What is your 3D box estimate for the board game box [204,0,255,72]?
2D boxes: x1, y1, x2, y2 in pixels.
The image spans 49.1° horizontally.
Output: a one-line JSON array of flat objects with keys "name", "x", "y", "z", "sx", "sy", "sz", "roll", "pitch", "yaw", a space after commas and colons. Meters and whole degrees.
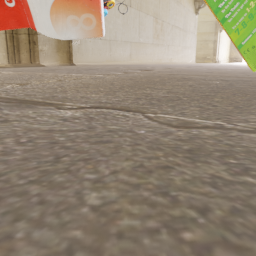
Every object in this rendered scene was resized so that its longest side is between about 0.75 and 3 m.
[{"name": "board game box", "x": 2.202, "y": -2.485, "z": 5.065, "sx": 1.430, "sy": 2.994, "sz": 0.449, "roll": -37, "pitch": 35, "yaw": 21}]

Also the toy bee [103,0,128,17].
[{"name": "toy bee", "x": -0.727, "y": -3.536, "z": 7.767, "sx": 1.552, "sy": 1.016, "sz": 0.844, "roll": -34, "pitch": 1, "yaw": -16}]

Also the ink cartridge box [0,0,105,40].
[{"name": "ink cartridge box", "x": -1.826, "y": -2.730, "z": 5.615, "sx": 2.609, "sy": 2.116, "sz": 0.654, "roll": -9, "pitch": 58, "yaw": -6}]
